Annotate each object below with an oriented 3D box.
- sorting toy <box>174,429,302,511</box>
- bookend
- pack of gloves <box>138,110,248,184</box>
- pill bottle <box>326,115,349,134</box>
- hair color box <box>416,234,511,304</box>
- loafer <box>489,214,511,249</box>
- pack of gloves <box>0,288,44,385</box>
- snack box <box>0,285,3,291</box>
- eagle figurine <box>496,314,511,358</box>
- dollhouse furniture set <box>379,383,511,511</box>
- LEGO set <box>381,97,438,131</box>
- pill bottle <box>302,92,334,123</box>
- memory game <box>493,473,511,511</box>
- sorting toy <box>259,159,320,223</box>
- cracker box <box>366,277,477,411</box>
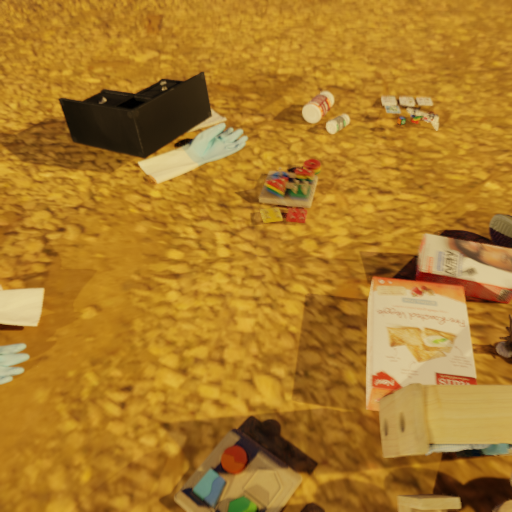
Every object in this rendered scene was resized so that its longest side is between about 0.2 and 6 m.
[{"bbox_3d":[-0.015,3.358,7.722,1.877,0.251,1.398,29,51,26],"label":"sorting toy"},{"bbox_3d":[-2.960,-3.707,14.050,2.599,1.205,2.616,18,43,32],"label":"bookend"},{"bbox_3d":[-1.840,-3.107,14.186,2.897,0.572,2.434,-26,51,-25],"label":"pack of gloves"},{"bbox_3d":[2.154,-3.471,14.710,0.612,0.346,0.346,-35,54,-30],"label":"pill bottle"},{"bbox_3d":[3.988,0.227,10.657,1.721,0.550,0.955,11,55,10],"label":"hair color box"},{"bbox_3d":[5.524,-0.175,11.140,0.675,0.729,1.938,-21,54,-33],"label":"loafer"},{"bbox_3d":[-4.903,1.244,9.464,2.224,0.439,1.868,1,56,-7],"label":"pack of gloves"},{"bbox_3d":[-6.282,-0.095,11.157,1.265,0.428,3.518,-28,51,-26],"label":"snack box"},{"bbox_3d":[4.655,1.518,9.469,0.952,0.718,0.722,26,85,-18],"label":"eagle figurine"},{"bbox_3d":[2.706,3.017,7.390,1.687,1.677,2.394,1,69,-3],"label":"dollhouse furniture set"},{"bbox_3d":[4.161,-3.871,15.231,1.379,0.453,1.846,3,33,4],"label":"LEGO set"},{"bbox_3d":[1.697,-4.030,15.144,0.545,0.545,0.954,23,49,22],"label":"pill bottle"},{"bbox_3d":[4.081,3.879,6.306,3.347,0.213,3.347,15,48,-18],"label":"memory game"},{"bbox_3d":[0.730,-1.588,12.664,1.162,0.408,2.411,8,43,11],"label":"sorting toy"},{"bbox_3d":[2.690,1.477,9.345,1.604,0.691,2.394,6,45,6],"label":"cracker box"}]
